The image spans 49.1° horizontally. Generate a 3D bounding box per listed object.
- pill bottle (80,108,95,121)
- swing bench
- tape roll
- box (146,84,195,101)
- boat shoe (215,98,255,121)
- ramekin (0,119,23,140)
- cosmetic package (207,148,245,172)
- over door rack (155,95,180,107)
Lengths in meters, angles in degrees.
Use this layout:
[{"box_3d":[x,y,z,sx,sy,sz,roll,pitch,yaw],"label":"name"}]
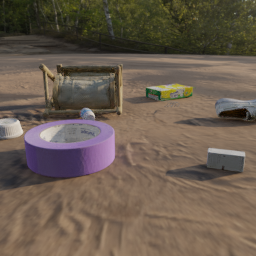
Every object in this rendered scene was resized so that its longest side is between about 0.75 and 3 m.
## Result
[{"box_3d":[-1.432,-0.427,9.962,0.429,0.429,0.788,-7,19,-19],"label":"pill bottle"},{"box_3d":[-1.715,-1.671,11.546,2.964,1.933,2.980,0,13,0],"label":"swing bench"},{"box_3d":[-1.408,0.418,6.960,2.157,0.708,2.157,1,19,0],"label":"tape roll"},{"box_3d":[2.179,-1.835,14.077,2.288,0.553,1.343,-13,21,-27],"label":"box"},{"box_3d":[4.336,-0.572,10.121,2.279,0.808,0.796,6,46,7],"label":"boat shoe"},{"box_3d":[-3.754,0.007,8.630,0.932,0.434,0.932,-1,18,0],"label":"ramekin"},{"box_3d":[2.256,0.736,6.477,0.812,0.413,0.300,5,19,19],"label":"cosmetic package"},{"box_3d":[1.570,-1.037,11.439,0.882,0.294,0.652,20,-3,-16],"label":"over door rack"}]
